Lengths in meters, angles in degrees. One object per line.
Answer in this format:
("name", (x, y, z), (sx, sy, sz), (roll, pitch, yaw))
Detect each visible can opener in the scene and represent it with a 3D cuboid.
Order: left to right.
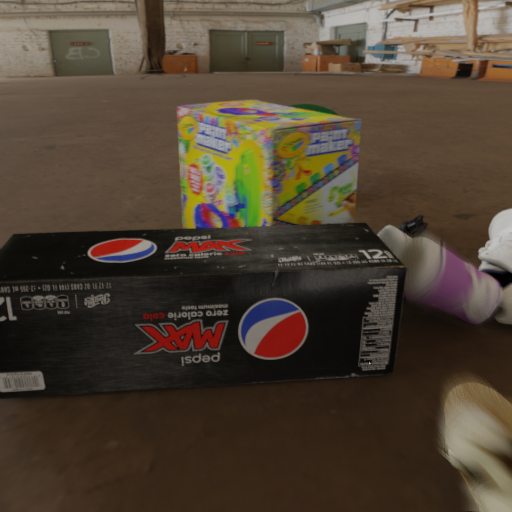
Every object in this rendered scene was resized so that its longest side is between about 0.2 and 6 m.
("can opener", (3.089, -0.528, 10.833), (0.502, 0.405, 1.278), (-18, 1, 32))

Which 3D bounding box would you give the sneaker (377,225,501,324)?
("sneaker", (2.511, 0.366, 8.169), (1.550, 0.985, 2.719), (26, 7, -8))

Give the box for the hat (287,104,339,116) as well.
("hat", (1.279, -2.047, 14.520), (3.254, 2.865, 2.696), (-38, 57, -10))

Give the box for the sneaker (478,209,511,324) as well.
("sneaker", (3.971, 0.034, 8.477), (1.423, 1.217, 3.266), (-1, 22, 9))

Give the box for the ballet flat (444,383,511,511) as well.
("ballet flat", (1.919, 1.734, 4.366), (0.659, 0.712, 2.019), (25, 25, -28))

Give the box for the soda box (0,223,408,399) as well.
("soda box", (-0.707, 0.558, 6.739), (4.598, 1.456, 1.627), (-2, 22, -6))

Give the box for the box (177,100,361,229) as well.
("box", (0.105, -1.030, 9.074), (1.649, 2.603, 2.703), (-14, 26, -32))
